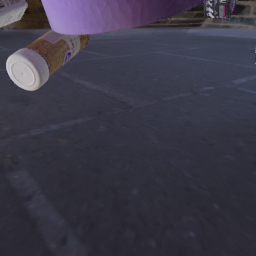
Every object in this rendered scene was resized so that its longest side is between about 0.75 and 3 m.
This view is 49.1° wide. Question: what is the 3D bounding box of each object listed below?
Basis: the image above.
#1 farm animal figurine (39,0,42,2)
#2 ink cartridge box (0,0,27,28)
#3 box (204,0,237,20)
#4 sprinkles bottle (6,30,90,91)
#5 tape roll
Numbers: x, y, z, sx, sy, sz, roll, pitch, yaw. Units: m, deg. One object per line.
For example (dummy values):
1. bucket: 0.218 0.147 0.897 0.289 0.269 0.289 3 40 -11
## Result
1. farm animal figurine: -1.544 -3.808 7.123 1.592 0.839 1.609 -1 31 10
2. ink cartridge box: -4.029 -3.231 6.971 2.281 1.665 0.959 -40 15 -31
3. box: 2.848 -4.052 8.289 0.794 0.914 1.384 18 71 26
4. sprinkles bottle: -2.039 -2.130 7.669 0.973 0.973 2.852 8 40 18
5. tape roll: -0.092 -2.588 4.511 2.812 1.195 2.812 -9 36 7
